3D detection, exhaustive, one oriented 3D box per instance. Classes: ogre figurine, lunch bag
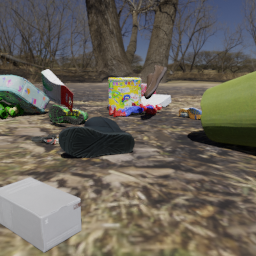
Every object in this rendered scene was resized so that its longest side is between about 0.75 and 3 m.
[{"bbox_3d":[-6.180,-0.931,13.590,1.242,1.017,2.072,21,32,14],"label":"ogre figurine"},{"bbox_3d":[-5.544,-1.645,14.395,2.146,1.032,2.676,4,-22,29],"label":"lunch bag"}]

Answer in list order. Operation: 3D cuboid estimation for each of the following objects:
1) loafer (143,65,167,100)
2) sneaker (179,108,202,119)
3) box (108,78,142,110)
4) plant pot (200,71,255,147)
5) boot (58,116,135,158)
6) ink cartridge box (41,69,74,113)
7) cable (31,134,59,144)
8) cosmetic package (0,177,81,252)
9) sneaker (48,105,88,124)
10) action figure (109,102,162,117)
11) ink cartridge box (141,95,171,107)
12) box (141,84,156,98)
[{"bbox_3d":[1.079,-2.058,12.492,0.646,1.819,0.664,29,-23,3],"label":"loafer"},{"bbox_3d":[3.165,-0.761,13.616,0.650,0.555,1.474,-8,15,-33],"label":"sneaker"},{"bbox_3d":[-0.197,-1.996,16.364,1.874,1.805,1.143,0,15,-4],"label":"box"},{"bbox_3d":[3.719,-0.540,8.178,2.747,2.893,2.893,-4,5,45],"label":"plant pot"},{"bbox_3d":[-1.060,0.188,8.246,2.173,0.830,1.826,3,13,-23],"label":"boot"},{"bbox_3d":[-2.581,-1.270,10.232,0.362,1.164,1.446,-34,70,-29],"label":"ink cartridge box"},{"bbox_3d":[-2.640,0.424,9.005,1.180,0.297,0.573,-9,26,19],"label":"cable"},{"bbox_3d":[-1.357,1.212,4.144,1.298,0.585,0.693,14,18,39],"label":"cosmetic package"},{"bbox_3d":[-2.699,-0.551,12.523,1.967,0.768,0.838,14,8,19],"label":"sneaker"},{"bbox_3d":[0.515,-1.003,14.573,2.921,0.755,0.956,-3,9,-27],"label":"action figure"},{"bbox_3d":[1.428,-1.519,17.934,1.836,0.542,2.294,9,32,36],"label":"ink cartridge box"},{"bbox_3d":[1.167,-3.003,22.894,1.110,1.159,2.325,-7,13,-31],"label":"box"}]
